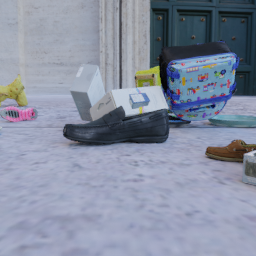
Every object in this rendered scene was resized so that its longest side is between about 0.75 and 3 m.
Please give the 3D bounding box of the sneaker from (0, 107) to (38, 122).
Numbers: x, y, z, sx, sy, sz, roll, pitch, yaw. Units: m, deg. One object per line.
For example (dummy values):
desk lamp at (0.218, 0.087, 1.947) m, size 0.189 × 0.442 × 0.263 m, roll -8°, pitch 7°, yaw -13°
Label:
sneaker at (-4.618, -0.547, 11.682) m, size 0.772 × 0.640 × 1.619 m, roll -2°, pitch -2°, yaw 37°

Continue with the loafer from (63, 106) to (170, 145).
loafer at (-0.263, -0.096, 7.068) m, size 2.706 × 0.950 × 0.919 m, roll -2°, pitch 9°, yaw -11°

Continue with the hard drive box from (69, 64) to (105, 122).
hard drive box at (-1.361, -1.210, 9.932) m, size 0.632 × 1.283 × 1.647 m, roll 8°, pitch -34°, yaw 12°

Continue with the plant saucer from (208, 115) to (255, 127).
plant saucer at (4.047, -0.274, 10.616) m, size 2.079 × 0.285 × 2.079 m, roll 0°, pitch 8°, yaw 0°

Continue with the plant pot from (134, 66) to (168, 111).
plant pot at (1.924, -2.123, 15.501) m, size 2.431 × 2.679 × 2.665 m, roll -12°, pitch 14°, yaw -32°

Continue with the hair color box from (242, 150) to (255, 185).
hair color box at (2.483, 0.561, 4.339) m, size 1.492 × 0.452 × 0.739 m, roll -8°, pitch 12°, yaw -41°

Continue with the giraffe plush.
giraffe plush at (-8.404, -2.450, 19.643) m, size 2.156 × 2.294 × 2.659 m, roll -17°, pitch -3°, yaw -22°

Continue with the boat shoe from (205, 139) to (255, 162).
boat shoe at (2.130, 0.415, 5.379) m, size 1.282 × 0.436 × 0.461 m, roll 5°, pitch 10°, yaw 33°

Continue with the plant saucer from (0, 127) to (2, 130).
plant saucer at (-4.169, 0.104, 8.261) m, size 0.853 × 0.214 × 0.853 m, roll 0°, pitch 8°, yaw 0°

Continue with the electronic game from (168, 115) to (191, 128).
electronic game at (1.466, -0.314, 10.476) m, size 1.761 × 0.366 × 1.761 m, roll 2°, pitch 10°, yaw 0°

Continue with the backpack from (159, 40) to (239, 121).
backpack at (2.286, -1.316, 9.393) m, size 2.467 × 2.702 × 1.818 m, roll -6°, pitch 38°, yaw -2°

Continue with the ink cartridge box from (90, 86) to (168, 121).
ink cartridge box at (0.015, -0.567, 8.510) m, size 1.925 × 0.842 × 1.399 m, roll -9°, pitch -16°, yaw -37°
